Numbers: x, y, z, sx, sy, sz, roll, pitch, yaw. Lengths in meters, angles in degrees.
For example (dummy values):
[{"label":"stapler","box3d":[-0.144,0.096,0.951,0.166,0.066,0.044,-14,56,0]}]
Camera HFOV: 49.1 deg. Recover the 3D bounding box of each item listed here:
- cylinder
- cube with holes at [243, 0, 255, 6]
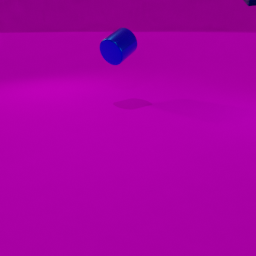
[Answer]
[{"label":"cylinder","box3d":[-0.352,-3.058,10.504,1.050,1.050,1.050,15,48,34]},{"label":"cube with holes","box3d":[2.421,-2.807,4.475,1.141,1.141,1.141,-6,46,1]}]
